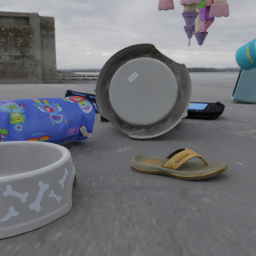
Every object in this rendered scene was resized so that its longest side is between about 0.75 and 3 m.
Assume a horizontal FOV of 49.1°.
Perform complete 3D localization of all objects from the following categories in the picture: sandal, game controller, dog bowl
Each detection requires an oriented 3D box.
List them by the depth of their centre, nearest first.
[{"bbox_3d":[-1.451,0.573,3.213,1.797,0.527,1.797,-1,11,0],"label":"dog bowl"},{"bbox_3d":[0.713,0.473,4.093,1.414,0.382,0.568,4,11,21],"label":"sandal"},{"bbox_3d":[0.367,-0.815,6.522,2.183,2.183,0.640,2,-7,11],"label":"dog bowl"},{"bbox_3d":[2.006,-0.673,9.764,2.541,0.535,1.326,4,11,26],"label":"game controller"}]

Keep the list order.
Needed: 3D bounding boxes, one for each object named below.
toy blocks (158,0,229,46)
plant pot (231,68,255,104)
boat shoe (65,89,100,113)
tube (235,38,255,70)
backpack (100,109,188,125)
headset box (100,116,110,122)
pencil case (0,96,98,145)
[{"bbox_3d":[2.410,-3.542,8.393,2.543,2.141,2.377,-7,19,-12],"label":"toy blocks"},{"bbox_3d":[6.729,-2.243,14.402,2.139,2.100,2.094,17,15,14],"label":"plant pot"},{"bbox_3d":[-1.022,-1.136,10.926,2.905,0.997,1.222,-9,14,-38],"label":"boat shoe"},{"bbox_3d":[3.093,-1.744,5.487,0.565,0.868,2.241,-21,0,-21],"label":"tube"},{"bbox_3d":[0.742,-0.775,7.839,1.984,1.870,2.432,2,-6,40],"label":"backpack"},{"bbox_3d":[-0.504,-0.377,8.824,0.580,0.292,0.780,3,11,14],"label":"headset box"},{"bbox_3d":[-1.633,-0.024,5.125,1.106,0.993,2.546,37,26,21],"label":"pencil case"}]
